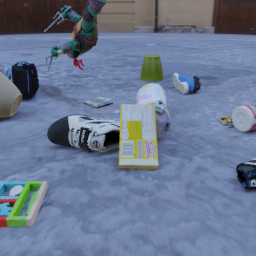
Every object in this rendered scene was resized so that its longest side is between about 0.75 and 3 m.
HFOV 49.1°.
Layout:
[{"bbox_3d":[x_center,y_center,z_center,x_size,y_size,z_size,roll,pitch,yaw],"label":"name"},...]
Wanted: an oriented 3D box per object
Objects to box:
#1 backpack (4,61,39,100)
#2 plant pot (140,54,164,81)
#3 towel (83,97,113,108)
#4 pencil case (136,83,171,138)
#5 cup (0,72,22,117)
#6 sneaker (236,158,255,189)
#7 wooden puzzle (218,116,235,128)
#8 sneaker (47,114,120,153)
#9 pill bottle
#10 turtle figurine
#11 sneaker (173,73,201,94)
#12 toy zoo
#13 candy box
[{"bbox_3d":[-4.451,-2.058,11.776,1.210,1.506,1.646,1,21,-3],"label":"backpack"},{"bbox_3d":[1.280,-3.235,14.880,1.289,1.241,1.289,-1,24,0],"label":"plant pot"},{"bbox_3d":[-1.169,-1.038,11.123,0.921,0.159,0.887,22,31,40],"label":"towel"},{"bbox_3d":[0.743,-0.638,8.864,1.064,1.161,2.559,8,21,1],"label":"pencil case"},{"bbox_3d":[-4.389,-1.025,9.574,1.210,1.692,1.692,25,22,-8],"label":"cup"},{"bbox_3d":[2.854,1.120,5.674,0.830,0.542,1.484,-15,19,-23],"label":"sneaker"},{"bbox_3d":[3.334,-0.232,9.297,0.606,0.105,0.898,-4,24,-10],"label":"wooden puzzle"},{"bbox_3d":[-0.963,0.177,7.342,2.354,0.872,1.042,-3,21,-6],"label":"sneaker"},{"bbox_3d":[4.060,-0.390,8.776,1.436,0.795,0.795,-11,25,-24],"label":"pill bottle"},{"bbox_3d":[-0.932,-1.829,5.164,0.864,1.715,1.284,16,46,-32],"label":"turtle figurine"},{"bbox_3d":[2.764,-2.123,12.969,0.977,0.674,1.755,-9,28,-7],"label":"sneaker"},{"bbox_3d":[-2.555,1.413,5.323,1.781,0.182,1.168,-1,23,-2],"label":"toy zoo"},{"bbox_3d":[0.251,0.160,7.005,0.924,0.239,1.808,3,56,-2],"label":"candy box"}]
